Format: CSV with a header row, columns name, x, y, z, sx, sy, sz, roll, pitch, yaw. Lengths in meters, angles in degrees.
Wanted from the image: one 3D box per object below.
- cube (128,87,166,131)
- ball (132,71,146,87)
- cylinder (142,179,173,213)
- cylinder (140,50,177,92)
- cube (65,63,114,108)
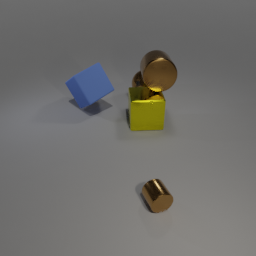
name,x,y,z,sx,sy,sz,roll,pitch,yaw
cube,0.754,-0.840,11.903,1.400,1.400,1.400,-2,32,-3
ball,0.884,-2.244,14.154,1.400,1.400,1.400,0,32,0
cylinder,0.847,1.952,8.095,0.700,0.700,0.700,-12,34,-18
cylinder,1.249,-2.402,11.712,1.400,1.400,1.400,-1,29,-2
cube,-1.746,-1.896,12.698,1.400,1.400,1.400,-35,12,-25
